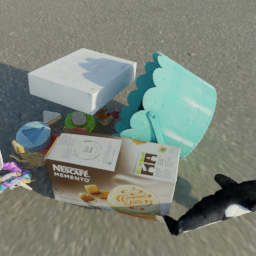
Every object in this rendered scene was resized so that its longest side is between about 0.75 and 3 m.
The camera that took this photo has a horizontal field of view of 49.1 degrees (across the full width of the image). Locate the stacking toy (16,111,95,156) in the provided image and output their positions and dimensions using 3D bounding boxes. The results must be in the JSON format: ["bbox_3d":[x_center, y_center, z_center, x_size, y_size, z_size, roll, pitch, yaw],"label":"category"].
[{"bbox_3d":[-1.900,-0.032,7.765,2.119,0.895,1.918,4,48,5],"label":"stacking toy"}]

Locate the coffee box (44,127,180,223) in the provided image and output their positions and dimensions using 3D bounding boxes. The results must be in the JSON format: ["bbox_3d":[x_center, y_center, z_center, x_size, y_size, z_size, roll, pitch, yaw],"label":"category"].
[{"bbox_3d":[-0.303,1.039,6.241,2.660,1.521,1.060,10,41,8],"label":"coffee box"}]

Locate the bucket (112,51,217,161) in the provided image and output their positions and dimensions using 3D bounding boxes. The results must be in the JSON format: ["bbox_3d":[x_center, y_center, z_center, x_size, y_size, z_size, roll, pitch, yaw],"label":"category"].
[{"bbox_3d":[0.869,-0.449,7.031,1.660,2.552,2.552,26,44,-9],"label":"bucket"}]

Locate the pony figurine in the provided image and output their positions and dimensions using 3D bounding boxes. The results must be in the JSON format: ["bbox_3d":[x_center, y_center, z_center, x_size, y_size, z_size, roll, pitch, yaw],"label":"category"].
[{"bbox_3d":[-3.199,0.967,6.281,1.805,1.742,1.503,-25,12,-24],"label":"pony figurine"}]

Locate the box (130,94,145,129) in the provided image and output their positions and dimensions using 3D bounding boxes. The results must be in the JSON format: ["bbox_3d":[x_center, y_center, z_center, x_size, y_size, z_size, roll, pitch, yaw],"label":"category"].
[{"bbox_3d":[0.730,-0.126,7.449,1.153,0.291,1.612,21,49,3],"label":"box"}]

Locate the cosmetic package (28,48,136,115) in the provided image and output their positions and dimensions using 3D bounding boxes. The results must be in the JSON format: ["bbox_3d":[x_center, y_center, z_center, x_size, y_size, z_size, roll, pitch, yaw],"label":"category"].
[{"bbox_3d":[-1.104,-1.362,7.523,1.846,0.632,2.448,18,36,19],"label":"cosmetic package"}]

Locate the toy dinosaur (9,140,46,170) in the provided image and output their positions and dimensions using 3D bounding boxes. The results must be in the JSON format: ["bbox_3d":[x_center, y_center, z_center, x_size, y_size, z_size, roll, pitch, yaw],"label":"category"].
[{"bbox_3d":[-2.144,0.763,6.686,0.907,1.793,0.522,-4,70,35],"label":"toy dinosaur"}]

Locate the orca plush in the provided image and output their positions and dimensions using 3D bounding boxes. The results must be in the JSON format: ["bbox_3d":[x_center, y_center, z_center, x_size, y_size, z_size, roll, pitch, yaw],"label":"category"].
[{"bbox_3d":[1.852,1.405,5.755,2.424,1.275,0.862,-18,74,1],"label":"orca plush"}]

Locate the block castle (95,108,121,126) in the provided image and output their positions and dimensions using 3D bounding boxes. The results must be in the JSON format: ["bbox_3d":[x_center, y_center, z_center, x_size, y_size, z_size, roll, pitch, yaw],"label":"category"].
[{"bbox_3d":[-0.654,-0.545,8.139,0.553,0.788,1.179,-34,8,-11],"label":"block castle"}]
